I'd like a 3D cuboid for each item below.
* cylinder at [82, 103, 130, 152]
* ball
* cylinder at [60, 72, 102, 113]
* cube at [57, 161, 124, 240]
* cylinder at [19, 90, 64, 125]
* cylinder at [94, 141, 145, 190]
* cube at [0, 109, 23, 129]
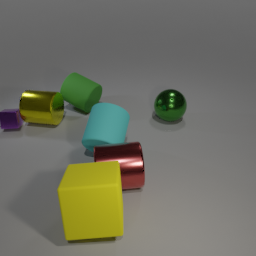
[{"bbox_3d":[-0.754,0.065,9.740,1.400,1.400,1.400,8,64,12],"label":"cylinder"},{"bbox_3d":[1.810,-0.964,11.997,1.400,1.400,1.400,0,31,0],"label":"ball"},{"bbox_3d":[-2.116,-1.618,12.765,1.400,1.400,1.400,28,39,13],"label":"cylinder"},{"bbox_3d":[-0.869,1.779,7.111,1.400,1.400,1.400,-5,16,0],"label":"cube"},{"bbox_3d":[-3.603,-0.866,11.823,1.400,1.400,1.400,5,32,9],"label":"cylinder"},{"bbox_3d":[-0.281,1.159,8.470,1.400,1.400,1.400,-5,32,-5],"label":"cylinder"},{"bbox_3d":[-4.828,-0.389,11.573,0.700,0.700,0.700,-3,15,-5],"label":"cube"}]
